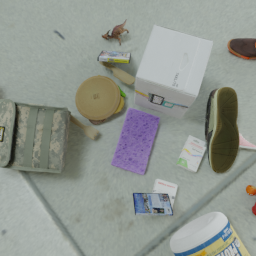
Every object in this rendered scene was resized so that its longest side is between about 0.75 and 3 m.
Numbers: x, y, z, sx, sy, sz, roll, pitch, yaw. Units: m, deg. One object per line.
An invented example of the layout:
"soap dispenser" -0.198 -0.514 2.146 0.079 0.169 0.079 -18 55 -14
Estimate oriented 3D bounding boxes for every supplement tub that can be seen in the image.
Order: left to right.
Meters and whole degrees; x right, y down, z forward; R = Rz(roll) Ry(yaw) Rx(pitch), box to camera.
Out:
"supplement tub" 2.692 4.113 8.288 1.948 1.948 2.693 -30 78 -6

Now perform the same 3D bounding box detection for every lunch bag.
"lunch bag" -3.332 0.262 9.163 2.644 1.555 2.169 6 86 -5

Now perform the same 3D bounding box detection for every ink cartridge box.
"ink cartridge box" 1.176 2.324 9.471 0.760 0.430 1.038 17 78 4
"ink cartridge box" 1.368 -1.720 9.275 1.875 2.568 1.884 18 78 4
"ink cartridge box" 2.259 0.869 9.812 0.698 0.401 1.192 24 78 5

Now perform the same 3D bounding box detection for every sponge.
"sponge" 0.277 0.452 9.952 1.210 0.323 2.168 17 77 3

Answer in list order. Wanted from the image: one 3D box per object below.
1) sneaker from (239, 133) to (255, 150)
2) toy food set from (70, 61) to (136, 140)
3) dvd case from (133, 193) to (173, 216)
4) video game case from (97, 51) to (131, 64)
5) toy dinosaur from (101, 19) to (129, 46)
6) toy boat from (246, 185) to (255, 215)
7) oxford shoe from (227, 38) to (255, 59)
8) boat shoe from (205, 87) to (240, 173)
"sneaker" 4.065 0.453 9.910 1.031 0.388 0.539 11 83 7
"toy food set" -1.046 -1.043 10.260 1.828 0.531 2.648 35 86 14
"dvd case" 0.735 2.288 8.442 1.135 0.100 0.810 3 33 -7
"video game case" -0.473 -2.618 10.263 1.126 1.246 0.159 5 116 1
"toy dinosaur" -0.461 -3.647 10.616 0.760 1.122 0.481 14 45 -35
"toy boat" 4.425 2.199 9.385 0.924 0.922 1.413 27 77 36
"oxford shoe" 4.967 -3.072 10.462 2.356 0.855 0.839 8 78 2
"boat shoe" 3.182 0.047 9.731 1.041 0.958 2.915 -1 97 -12
